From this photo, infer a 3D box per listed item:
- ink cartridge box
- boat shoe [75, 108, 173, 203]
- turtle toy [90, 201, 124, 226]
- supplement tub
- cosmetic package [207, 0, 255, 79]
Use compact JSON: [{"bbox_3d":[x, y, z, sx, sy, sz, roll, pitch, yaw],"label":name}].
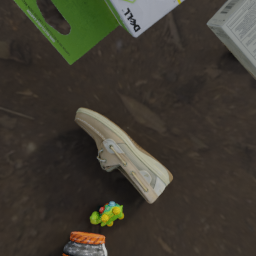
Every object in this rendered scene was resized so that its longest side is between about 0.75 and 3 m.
[{"bbox_3d":[-0.507,-2.511,4.998,2.750,2.032,1.042,-37,37,5],"label":"ink cartridge box"},{"bbox_3d":[-0.296,0.642,6.925,2.931,1.057,0.952,40,77,4],"label":"boat shoe"},{"bbox_3d":[-0.510,2.087,6.775,0.851,0.620,0.430,-30,57,-7],"label":"turtle toy"},{"bbox_3d":[-1.018,3.218,6.206,1.003,1.003,1.637,8,74,2],"label":"supplement tub"},{"bbox_3d":[2.151,-1.486,4.673,1.540,0.548,0.810,38,103,-25],"label":"cosmetic package"}]
